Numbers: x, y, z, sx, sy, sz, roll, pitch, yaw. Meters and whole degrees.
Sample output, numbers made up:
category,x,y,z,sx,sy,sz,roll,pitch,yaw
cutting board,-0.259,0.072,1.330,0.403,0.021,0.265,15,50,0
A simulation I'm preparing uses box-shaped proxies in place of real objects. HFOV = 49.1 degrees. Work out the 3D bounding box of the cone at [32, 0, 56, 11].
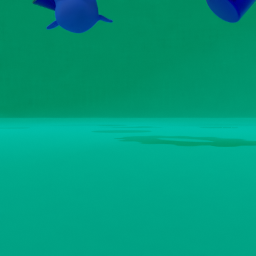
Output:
category,x,y,z,sx,sy,sz,roll,pitch,yaw
cone,-2.351,-4.019,9.017,1.009,1.009,1.013,3,-29,49

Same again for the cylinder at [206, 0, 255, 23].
category,x,y,z,sx,sy,sz,roll,pitch,yaw
cylinder,2.844,-3.591,7.381,1.124,1.124,1.124,40,4,-3

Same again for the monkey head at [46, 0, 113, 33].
category,x,y,z,sx,sy,sz,roll,pitch,yaw
monkey head,-1.267,-3.044,7.326,1.794,1.081,1.291,-2,17,11
